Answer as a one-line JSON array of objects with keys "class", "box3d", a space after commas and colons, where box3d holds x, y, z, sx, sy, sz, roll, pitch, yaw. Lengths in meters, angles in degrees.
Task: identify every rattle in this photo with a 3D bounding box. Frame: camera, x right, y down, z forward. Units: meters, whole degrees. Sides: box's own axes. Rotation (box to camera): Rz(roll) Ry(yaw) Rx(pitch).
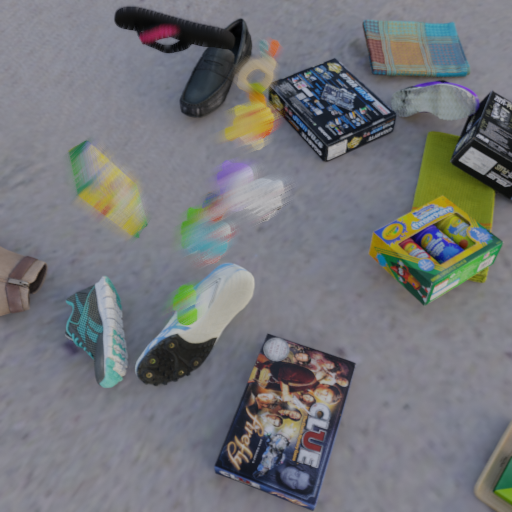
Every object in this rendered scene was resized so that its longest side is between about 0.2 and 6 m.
[{"class": "rattle", "box3d": [0.148, -3.457, 10.703, 0.725, 1.114, 0.796, 27, 36, -27]}]

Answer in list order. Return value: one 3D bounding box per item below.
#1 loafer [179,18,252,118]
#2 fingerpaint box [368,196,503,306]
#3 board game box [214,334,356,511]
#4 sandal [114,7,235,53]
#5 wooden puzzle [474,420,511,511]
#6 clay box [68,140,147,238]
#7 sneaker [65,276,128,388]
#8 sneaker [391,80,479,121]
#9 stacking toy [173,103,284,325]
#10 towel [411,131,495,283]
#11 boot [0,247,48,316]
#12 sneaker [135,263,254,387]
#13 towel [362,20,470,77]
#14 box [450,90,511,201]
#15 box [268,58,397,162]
[{"class": "loafer", "box3d": [-1.019, -4.731, 14.008, 1.103, 1.140, 3.249, 19, 57, 13]}, {"class": "fingerpaint box", "box3d": [3.411, -0.163, 10.733, 1.893, 0.694, 1.580, -25, 53, -21]}, {"class": "board game box", "box3d": [0.543, 2.663, 9.310, 1.671, 0.427, 2.466, 17, 57, 11]}, {"class": "sandal", "box3d": [-1.613, -4.082, 10.398, 2.464, 0.925, 0.555, 18, 96, 15]}, {"class": "wooden puzzle", "box3d": [4.463, 3.611, 8.735, 1.792, 0.311, 2.657, 27, 59, 18]}, {"class": "clay box", "box3d": [-2.259, -1.000, 8.883, 0.384, 1.615, 0.928, -27, 61, 11]}, {"class": "sneaker", "box3d": [-2.916, 1.434, 10.046, 1.003, 0.853, 2.199, -18, 50, 0]}, {"class": "sneaker", "box3d": [4.363, -3.746, 13.095, 1.153, 0.806, 2.319, -25, 28, -25]}, {"class": "stacking toy", "box3d": [-0.502, -0.615, 8.544, 0.694, 2.953, 2.226, 19, 35, -17]}, {"class": "towel", "box3d": [4.283, -1.249, 12.081, 1.697, 0.356, 3.944, 15, 56, 9]}, {"class": "boot", "box3d": [-4.975, 0.154, 10.925, 1.718, 0.826, 2.350, 4, 56, -5]}, {"class": "sneaker", "box3d": [-1.135, 1.223, 10.141, 2.726, 0.980, 0.988, -46, 31, -19]}, {"class": "towel", "box3d": [4.214, -5.501, 14.799, 2.626, 0.285, 1.925, -1, 63, -7]}, {"class": "box", "box3d": [5.524, -2.280, 12.128, 2.103, 0.906, 1.722, 31, 59, 0]}, {"class": "box", "box3d": [1.786, -3.600, 13.556, 2.034, 0.589, 2.559, -27, 59, -17]}]
